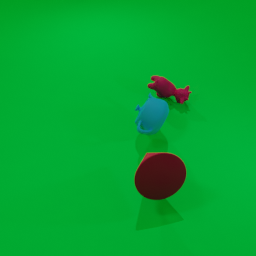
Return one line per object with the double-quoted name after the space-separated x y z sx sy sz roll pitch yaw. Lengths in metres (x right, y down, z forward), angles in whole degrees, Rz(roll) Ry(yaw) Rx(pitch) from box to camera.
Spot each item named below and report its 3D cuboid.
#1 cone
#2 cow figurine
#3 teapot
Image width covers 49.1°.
0.587 0.842 6.486 1.159 1.159 1.163 -9 23 -9 "cone"
1.361 -1.233 8.995 1.167 1.186 0.651 16 79 47 "cow figurine"
0.610 -0.403 7.796 0.844 1.071 1.723 29 44 -3 "teapot"
